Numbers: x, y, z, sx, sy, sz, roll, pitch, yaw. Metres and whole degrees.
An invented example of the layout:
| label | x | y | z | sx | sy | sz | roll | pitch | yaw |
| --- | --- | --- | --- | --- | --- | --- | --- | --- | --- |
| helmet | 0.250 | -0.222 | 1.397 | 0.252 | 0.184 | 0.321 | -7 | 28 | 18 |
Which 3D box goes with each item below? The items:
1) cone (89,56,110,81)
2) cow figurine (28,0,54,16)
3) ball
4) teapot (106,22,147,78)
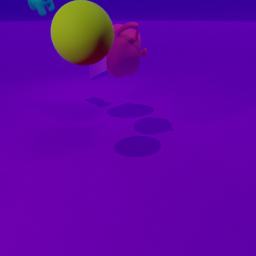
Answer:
| label | x | y | z | sx | sy | sz | roll | pitch | yaw |
| --- | --- | --- | --- | --- | --- | --- | --- | --- | --- |
| cone | -0.764 | -2.386 | 8.222 | 1.489 | 1.495 | 1.489 | -24 | 8 | 3 |
| cow figurine | -2.447 | -3.686 | 7.708 | 1.114 | 1.096 | 0.611 | 35 | 66 | 27 |
| ball | -0.800 | -1.670 | 4.979 | 1.099 | 1.099 | 1.099 | 0 | 23 | 0 |
| teapot | -0.048 | -1.768 | 6.664 | 0.959 | 1.958 | 1.218 | 1 | 66 | -6 |
